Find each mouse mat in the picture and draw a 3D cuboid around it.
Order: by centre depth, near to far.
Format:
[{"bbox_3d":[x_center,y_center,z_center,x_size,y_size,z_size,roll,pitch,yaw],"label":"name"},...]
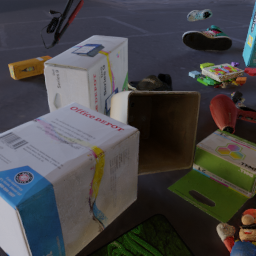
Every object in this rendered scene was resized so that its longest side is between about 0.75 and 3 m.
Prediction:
[{"bbox_3d":[0.398,2.273,3.834,1.574,0.074,1.956,-25,50,-21],"label":"mouse mat"}]

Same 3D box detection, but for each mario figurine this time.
[{"bbox_3d":[1.812,1.818,4.382,1.035,0.889,1.677,22,39,32],"label":"mario figurine"}]

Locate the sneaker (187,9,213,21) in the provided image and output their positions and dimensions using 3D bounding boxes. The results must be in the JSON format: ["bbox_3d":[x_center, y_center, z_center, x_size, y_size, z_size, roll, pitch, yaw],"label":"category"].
[{"bbox_3d":[2.569,-4.028,9.993,0.911,0.354,0.393,-14,30,5],"label":"sneaker"}]

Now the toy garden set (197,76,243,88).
[{"bbox_3d":[3.742,-1.949,11.189,1.455,0.290,1.213,-14,34,-22],"label":"toy garden set"}]

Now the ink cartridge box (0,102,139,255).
[{"bbox_3d":[-1.206,0.920,4.986,1.768,1.760,2.410,24,38,34],"label":"ink cartridge box"}]

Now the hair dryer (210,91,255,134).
[{"bbox_3d":[3.462,-0.490,8.370,2.639,0.717,2.010,-26,41,-35],"label":"hair dryer"}]

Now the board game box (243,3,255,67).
[{"bbox_3d":[3.574,-2.459,5.469,1.948,2.581,0.606,3,41,7],"label":"board game box"}]

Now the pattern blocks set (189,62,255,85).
[{"bbox_3d":[3.855,-2.271,11.318,2.519,0.204,2.215,-25,39,-31],"label":"pattern blocks set"}]

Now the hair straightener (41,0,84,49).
[{"bbox_3d":[-1.613,-2.498,6.535,0.541,1.407,0.288,33,9,-7],"label":"hair straightener"}]

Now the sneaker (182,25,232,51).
[{"bbox_3d":[4.263,-5.039,15.479,2.653,1.109,1.602,8,36,-2],"label":"sneaker"}]

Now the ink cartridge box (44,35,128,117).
[{"bbox_3d":[-1.029,-1.279,8.258,1.302,2.163,2.977,11,33,17],"label":"ink cartridge box"}]

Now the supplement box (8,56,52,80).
[{"bbox_3d":[-4.089,-2.603,11.981,1.809,0.602,0.622,-24,38,-35],"label":"supplement box"}]

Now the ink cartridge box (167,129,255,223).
[{"bbox_3d":[2.013,0.923,5.992,1.938,0.734,1.433,-26,40,-38],"label":"ink cartridge box"}]

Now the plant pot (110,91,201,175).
[{"bbox_3d":[0.425,-0.068,6.639,1.788,1.786,1.583,-3,15,-25],"label":"plant pot"}]

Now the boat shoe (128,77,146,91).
[{"bbox_3d":[0.728,-1.683,10.599,1.471,0.458,0.549,4,33,9],"label":"boat shoe"}]

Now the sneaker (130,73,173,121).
[{"bbox_3d":[0.505,-0.860,8.356,0.989,1.347,2.978,19,36,30],"label":"sneaker"}]
